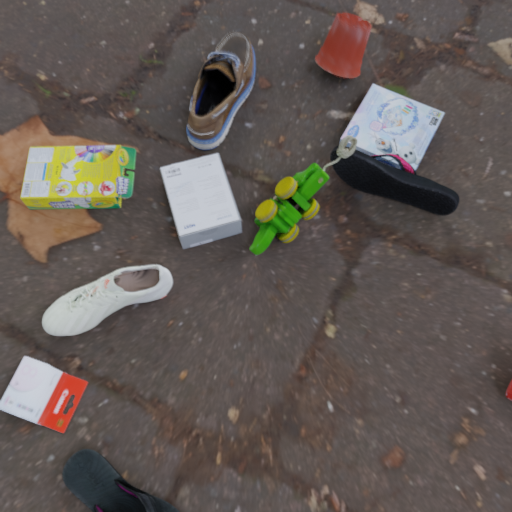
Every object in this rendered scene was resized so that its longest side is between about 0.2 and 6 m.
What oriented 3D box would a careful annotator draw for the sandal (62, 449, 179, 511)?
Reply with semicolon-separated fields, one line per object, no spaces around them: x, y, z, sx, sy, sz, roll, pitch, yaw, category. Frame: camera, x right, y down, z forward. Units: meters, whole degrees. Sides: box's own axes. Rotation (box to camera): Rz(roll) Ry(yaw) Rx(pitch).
-2.300;4.332;9.601;2.618;0.627;0.984;31;70;12;sandal

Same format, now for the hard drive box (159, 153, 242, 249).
-1.181;-1.180;11.936;1.337;0.659;1.715;-15;68;-6;hard drive box

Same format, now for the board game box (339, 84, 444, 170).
3.092;-2.870;12.803;1.801;0.393;1.810;27;70;11;board game box

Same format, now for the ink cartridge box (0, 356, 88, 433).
-4.004;2.596;10.520;1.290;0.368;1.049;16;67;12;ink cartridge box

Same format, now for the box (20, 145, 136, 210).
-3.800;-1.728;12.242;2.341;0.566;1.374;-1;66;2;box

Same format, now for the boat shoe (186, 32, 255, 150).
-0.725;-4.012;12.855;1.158;1.161;3.207;13;68;3;boat shoe

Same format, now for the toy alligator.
0.855;-1.333;11.698;3.124;0.926;0.848;-49;32;1;toy alligator

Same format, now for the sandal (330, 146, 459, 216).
2.951;-1.698;11.993;2.884;1.083;0.650;22;67;2;sandal

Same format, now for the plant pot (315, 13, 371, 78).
2.089;-4.954;13.075;1.145;1.114;1.145;11;42;-9;plant pot

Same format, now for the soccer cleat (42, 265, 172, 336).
-2.943;0.768;10.909;2.651;1.028;0.919;-21;68;-8;soccer cleat

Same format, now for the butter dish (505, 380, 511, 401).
5.399;2.262;10.424;1.167;0.865;1.170;21;111;14;butter dish
